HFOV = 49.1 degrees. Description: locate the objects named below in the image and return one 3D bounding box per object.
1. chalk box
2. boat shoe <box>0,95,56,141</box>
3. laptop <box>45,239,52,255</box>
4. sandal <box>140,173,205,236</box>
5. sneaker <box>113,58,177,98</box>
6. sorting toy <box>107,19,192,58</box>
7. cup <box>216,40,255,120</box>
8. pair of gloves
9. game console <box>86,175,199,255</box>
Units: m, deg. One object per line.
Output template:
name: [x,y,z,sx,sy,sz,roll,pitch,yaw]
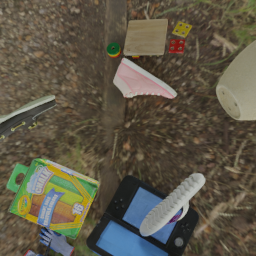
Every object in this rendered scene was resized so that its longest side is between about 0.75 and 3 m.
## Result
chalk box: [-1.982,1.606,7.089,2.188,1.354,1.361,23,82,-2]
boat shoe: [-3.046,-0.234,8.058,2.283,0.814,0.688,-25,107,-2]
laptop: [-1.884,3.357,7.034,0.818,0.766,0.474,42,47,11]
sandal: [1.222,2.055,7.132,2.184,0.889,0.537,-43,97,-3]
sneaker: [0.443,-1.190,8.402,1.925,0.725,1.006,31,100,-3]
sorting toy: [0.680,-2.807,8.941,2.624,0.444,1.265,3,71,16]
cup: [3.366,-1.080,7.588,1.558,2.179,2.179,-30,76,-2]
pair of gloves: [-2.095,3.315,7.451,1.096,0.155,1.363,32,77,8]
game console: [0.490,2.512,7.037,2.351,1.391,2.007,28,78,7]
